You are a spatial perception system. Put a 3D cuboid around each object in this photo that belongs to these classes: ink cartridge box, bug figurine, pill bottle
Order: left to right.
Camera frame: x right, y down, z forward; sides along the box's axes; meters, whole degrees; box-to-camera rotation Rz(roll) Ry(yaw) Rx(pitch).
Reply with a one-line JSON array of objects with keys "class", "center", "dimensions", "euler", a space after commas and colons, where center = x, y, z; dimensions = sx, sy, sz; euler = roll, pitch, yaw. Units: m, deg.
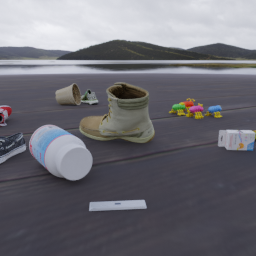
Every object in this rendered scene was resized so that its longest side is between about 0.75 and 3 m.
[{"class": "pill bottle", "center": [-1.358, 0.486, 5.630], "dimensions": [0.844, 0.844, 1.551], "euler": [-9, 17, -33]}, {"class": "bug figurine", "center": [2.779, -0.827, 11.683], "dimensions": [1.645, 0.546, 2.121], "euler": [-11, 18, -37]}, {"class": "ink cartridge box", "center": [2.774, 0.312, 7.183], "dimensions": [0.822, 0.473, 0.279], "euler": [1, 16, 4]}]

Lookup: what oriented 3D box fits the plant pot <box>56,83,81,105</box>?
[{"class": "plant pot", "center": [-3.057, -1.626, 14.195], "dimensions": [1.013, 1.106, 1.106], "euler": [-9, 12, 13]}]

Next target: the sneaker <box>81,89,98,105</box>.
[{"class": "sneaker", "center": [-2.043, -1.698, 14.811], "dimensions": [0.641, 0.739, 1.668], "euler": [-9, 16, -32]}]

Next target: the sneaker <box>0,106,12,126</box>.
[{"class": "sneaker", "center": [-4.523, -0.437, 10.076], "dimensions": [0.868, 0.550, 1.543], "euler": [1, 21, 20]}]

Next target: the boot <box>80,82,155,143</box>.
[{"class": "boot", "center": [-0.427, -0.416, 7.511], "dimensions": [2.206, 1.706, 0.795], "euler": [6, 50, 16]}]

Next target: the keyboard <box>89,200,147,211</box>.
[{"class": "keyboard", "center": [-0.160, 1.221, 4.427], "dimensions": [0.887, 0.047, 0.250], "euler": [-1, 9, -5]}]

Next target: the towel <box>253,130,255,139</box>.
[{"class": "towel", "center": [4.504, 0.071, 8.208], "dimensions": [2.012, 0.182, 0.866], "euler": [-6, 10, 0]}]

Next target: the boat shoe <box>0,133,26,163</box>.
[{"class": "boat shoe", "center": [-2.947, 0.454, 6.522], "dimensions": [0.544, 0.515, 1.518], "euler": [5, 15, 19]}]
